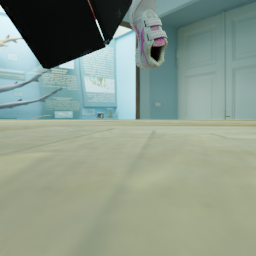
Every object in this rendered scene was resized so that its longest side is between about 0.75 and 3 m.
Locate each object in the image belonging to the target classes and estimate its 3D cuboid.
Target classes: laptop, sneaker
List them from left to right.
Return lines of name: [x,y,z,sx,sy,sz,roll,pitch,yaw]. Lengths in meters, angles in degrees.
laptop: [-1.148,-2.861,5.835,1.335,2.584,2.290,11,-29,23]
sneaker: [0.779,-3.045,9.022,1.003,2.465,1.087,-25,32,-23]

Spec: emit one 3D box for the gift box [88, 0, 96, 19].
gift box: [-1.876,-3.651,8.734,1.359,1.455,1.342,-9,-30,29]
